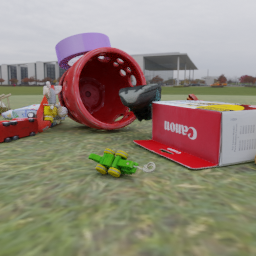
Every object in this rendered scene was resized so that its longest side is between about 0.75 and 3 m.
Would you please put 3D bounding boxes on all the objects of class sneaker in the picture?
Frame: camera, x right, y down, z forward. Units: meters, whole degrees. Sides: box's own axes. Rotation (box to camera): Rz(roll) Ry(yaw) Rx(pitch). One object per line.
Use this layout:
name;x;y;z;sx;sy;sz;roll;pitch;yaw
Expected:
sneaker;0.562;-0.752;8.499;1.090;1.146;2.892;-5;7;19

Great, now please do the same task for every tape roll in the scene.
tape roll;-1.703;-2.945;10.938;2.151;0.706;2.151;-12;-3;-1

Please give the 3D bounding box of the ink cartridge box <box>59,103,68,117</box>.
ink cartridge box;-2.804;-1.028;15.111;1.700;0.715;1.241;-3;9;-18

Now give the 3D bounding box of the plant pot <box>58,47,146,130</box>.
plant pot;-1.121;-1.320;10.567;2.852;2.852;2.597;-5;0;-30

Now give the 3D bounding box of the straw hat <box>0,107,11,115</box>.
straw hat;-5.314;-0.358;10.803;1.658;0.702;1.658;-5;-3;0

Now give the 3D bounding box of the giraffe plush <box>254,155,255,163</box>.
giraffe plush;3.416;0.090;5.335;1.771;1.436;1.528;-6;10;-34

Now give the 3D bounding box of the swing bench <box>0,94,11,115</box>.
swing bench;-7.426;-1.243;15.388;1.768;1.147;1.758;-7;10;-10

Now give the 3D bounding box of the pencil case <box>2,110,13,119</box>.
pencil case;-5.565;-0.659;13.561;1.084;0.451;0.492;3;19;25

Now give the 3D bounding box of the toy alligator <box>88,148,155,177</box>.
toy alligator;-0.090;0.690;5.019;1.469;0.436;0.399;6;-30;35

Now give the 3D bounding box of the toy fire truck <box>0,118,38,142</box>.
toy fire truck;-4.087;0.050;8.497;1.657;0.573;2.349;3;9;20

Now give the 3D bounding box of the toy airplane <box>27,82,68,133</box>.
toy airplane;-2.673;-0.783;9.952;1.183;1.669;1.676;18;23;2

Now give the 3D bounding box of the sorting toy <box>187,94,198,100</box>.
sorting toy;3.242;-0.828;13.296;0.693;1.689;1.015;-33;-34;0

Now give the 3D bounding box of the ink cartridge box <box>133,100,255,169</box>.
ink cartridge box;1.761;-0.014;6.891;2.455;1.173;2.796;-5;10;-25

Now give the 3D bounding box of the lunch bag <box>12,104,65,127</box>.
lunch bag;-3.682;-0.533;11.599;1.771;0.835;2.210;-1;9;6
